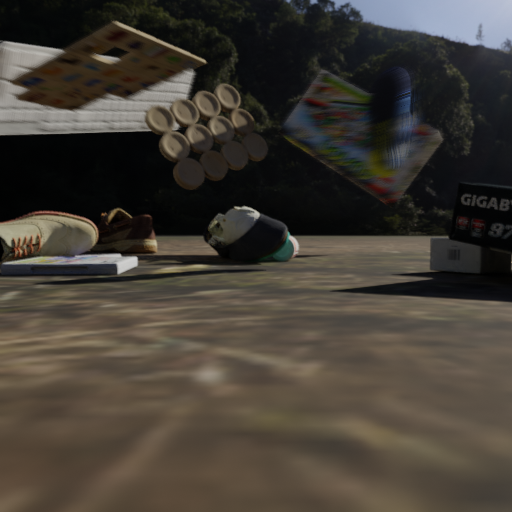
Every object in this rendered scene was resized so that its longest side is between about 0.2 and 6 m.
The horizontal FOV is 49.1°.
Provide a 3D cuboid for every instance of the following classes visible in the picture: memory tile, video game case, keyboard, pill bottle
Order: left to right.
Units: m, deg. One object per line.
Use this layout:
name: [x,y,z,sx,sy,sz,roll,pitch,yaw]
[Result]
video game case: [-2.288,0.124,7.113,1.333,0.162,1.465,0,3,-3]
keyboard: [-2.886,-3.140,10.966,0.280,1.478,5.252,33,25,17]
memory tile: [-1.024,-2.627,12.194,2.578,1.976,0.216,-30,-1,-36]
pill bottle: [0.495,-0.135,9.623,0.441,0.441,0.805,0,3,10]

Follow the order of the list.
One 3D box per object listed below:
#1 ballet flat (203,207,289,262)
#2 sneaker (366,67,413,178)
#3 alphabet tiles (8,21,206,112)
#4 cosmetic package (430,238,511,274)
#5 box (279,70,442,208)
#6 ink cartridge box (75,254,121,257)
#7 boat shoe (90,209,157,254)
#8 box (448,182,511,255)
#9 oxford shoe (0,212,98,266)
ballet flat: [-0.329,-0.386,9.657,0.932,0.932,2.552,-1,0,-22]
sneaker: [2.013,-2.016,8.349,0.601,1.626,0.669,22,41,29]
alphabet tiles: [-2.356,-2.746,8.567,2.516,0.095,2.103,-14,-2,28]
cosmetic package: [2.625,-0.006,6.855,0.695,0.427,0.693,-1,3,-36]
box: [2.342,-2.806,13.098,3.425,1.885,0.595,39,8,31]
ink cartridge box: [-2.362,0.073,8.343,0.693,0.165,0.702,-2,1,-13]
boat shoe: [-3.204,-0.595,13.203,1.031,1.028,2.857,-2,3,-35]
box: [3.752,-0.263,5.866,2.850,0.656,2.265,-3,15,-42]
oxford shoe: [-3.300,-0.128,7.820,2.232,0.790,0.824,-8,21,-26]
